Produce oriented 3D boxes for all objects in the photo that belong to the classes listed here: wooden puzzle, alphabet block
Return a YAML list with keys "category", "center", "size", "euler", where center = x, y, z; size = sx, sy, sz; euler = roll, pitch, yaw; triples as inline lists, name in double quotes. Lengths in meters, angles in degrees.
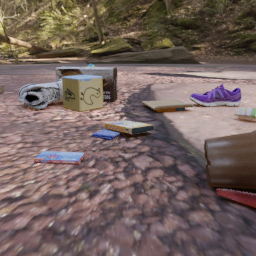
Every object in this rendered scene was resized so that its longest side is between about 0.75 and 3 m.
- category: "wooden puzzle"
  center: [1.591, -0.932, 11.663]
  size: [1.639, 0.330, 1.771]
  euler: [-5, 12, -15]
- category: "alphabet block"
  center: [-1.891, -1.487, 11.691]
  size: [1.282, 1.312, 1.288]
  euler: [-15, 22, -41]

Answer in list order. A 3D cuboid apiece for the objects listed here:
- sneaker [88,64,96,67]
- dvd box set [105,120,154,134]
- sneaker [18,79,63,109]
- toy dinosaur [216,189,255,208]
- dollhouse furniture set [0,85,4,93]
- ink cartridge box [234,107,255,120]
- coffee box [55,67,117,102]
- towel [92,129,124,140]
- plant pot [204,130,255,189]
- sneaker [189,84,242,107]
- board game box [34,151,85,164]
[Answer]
- category: "sneaker"
  center: [-2.496, -2.843, 15.992]
  size: [0.959, 1.575, 2.412]
  euler: [14, 21, 38]
- category: "dvd box set"
  center: [0.032, -0.039, 8.283]
  size: [0.901, 0.181, 1.232]
  euler: [-9, 13, -41]
- category: "sneaker"
  center: [-3.240, -1.446, 12.048]
  size: [2.946, 1.107, 1.693]
  euler: [-8, 18, -10]
- category: "toy dinosaur"
  center: [2.718, 1.364, 3.019]
  size: [2.971, 1.560, 2.696]
  euler: [-36, 17, 28]
- category: "dollhouse furniture set"
  center: [-7.551, -2.024, 15.256]
  size: [1.206, 0.621, 1.193]
  euler: [0, 4, -2]
- category: "ink cartridge box"
  center: [4.148, -0.507, 9.697]
  size: [0.499, 0.287, 0.852]
  euler: [21, -5, -37]
- category: "coffee box"
  center: [-1.934, -2.115, 13.445]
  size: [2.768, 1.565, 1.105]
  euler: [2, 16, 5]
- category: "towel"
  center: [-0.511, 0.152, 8.181]
  size: [0.706, 0.116, 0.976]
  euler: [7, 15, 28]
- category: "plant pot"
  center: [1.965, 0.592, 4.953]
  size: [1.139, 1.150, 1.150]
  euler: [-5, 15, 12]
- category: "sneaker"
  center: [3.813, -1.456, 12.263]
  size: [2.267, 0.946, 0.914]
  euler: [-1, 16, -2]
- category: "board game box"
  center: [-1.530, 0.665, 6.324]
  size: [1.012, 0.098, 0.521]
  euler: [2, 15, 7]
